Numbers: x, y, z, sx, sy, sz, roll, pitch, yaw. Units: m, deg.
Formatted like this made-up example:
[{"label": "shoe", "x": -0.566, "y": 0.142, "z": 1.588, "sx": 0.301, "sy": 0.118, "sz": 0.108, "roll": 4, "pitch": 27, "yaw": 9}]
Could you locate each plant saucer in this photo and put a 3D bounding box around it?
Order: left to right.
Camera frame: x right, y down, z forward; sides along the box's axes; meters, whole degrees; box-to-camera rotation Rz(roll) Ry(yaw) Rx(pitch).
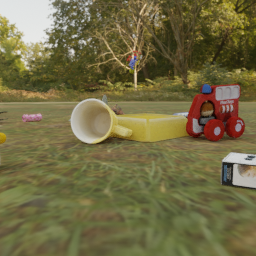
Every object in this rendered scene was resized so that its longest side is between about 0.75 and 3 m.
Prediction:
[{"label": "plant saucer", "x": 0.587, "y": -0.102, "z": 9.033, "sx": 2.517, "sy": 0.610, "sz": 2.516, "roll": -6, "pitch": 10, "yaw": -43}]

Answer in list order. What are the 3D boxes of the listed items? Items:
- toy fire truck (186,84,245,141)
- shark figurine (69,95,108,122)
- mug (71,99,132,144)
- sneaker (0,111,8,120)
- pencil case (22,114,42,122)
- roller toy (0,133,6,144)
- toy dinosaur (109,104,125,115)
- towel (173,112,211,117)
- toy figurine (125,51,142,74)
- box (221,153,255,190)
[{"label": "toy fire truck", "x": 2.480, "y": -0.487, "z": 8.061, "sx": 1.835, "sy": 1.541, "sz": 1.029, "roll": -6, "pitch": 9, "yaw": -25}, {"label": "shark figurine", "x": -1.081, "y": -0.767, "z": 11.953, "sx": 1.895, "sy": 1.323, "sz": 3.171, "roll": 2, "pitch": 9, "yaw": 8}, {"label": "mug", "x": -0.727, "y": -0.048, "z": 7.732, "sx": 1.152, "sy": 1.439, "sz": 1.181, "roll": -40, "pitch": -10, "yaw": 9}, {"label": "sneaker", "x": -6.374, "y": -0.482, "z": 11.951, "sx": 1.135, "sy": 0.654, "sz": 2.177, "roll": -2, "pitch": 2, "yaw": 29}, {"label": "pencil case", "x": -4.539, "y": -0.485, "z": 13.255, "sx": 0.382, "sy": 0.365, "sz": 0.883, "roll": -9, "pitch": 0, "yaw": 42}, {"label": "roller toy", "x": -2.645, "y": 0.318, "z": 4.481, "sx": 1.197, "sy": 0.837, "sz": 1.092, "roll": -2, "pitch": 7, "yaw": -14}, {"label": "toy dinosaur", "x": -0.969, "y": -1.023, "z": 16.849, "sx": 1.530, "sy": 0.657, "sz": 1.037, "roll": -7, "pitch": 15, "yaw": -11}, {"label": "towel", "x": 3.866, "y": -0.693, "z": 15.383, "sx": 1.816, "sy": 0.294, "sz": 2.473, "roll": -5, "pitch": 7, "yaw": -24}, {"label": "toy figurine", "x": 0.111, "y": -2.349, "z": 10.135, "sx": 0.465, "sy": 0.882, "sz": 0.528, "roll": 30, "pitch": 30, "yaw": 4}, {"label": "box", "x": 1.971, "y": 0.627, "z": 3.917, "sx": 1.183, "sy": 0.356, "sz": 0.690, "roll": 4, "pitch": 8, "yaw": 29}]
